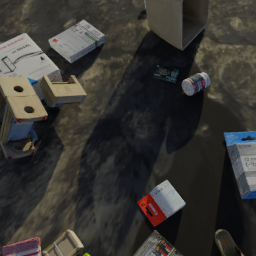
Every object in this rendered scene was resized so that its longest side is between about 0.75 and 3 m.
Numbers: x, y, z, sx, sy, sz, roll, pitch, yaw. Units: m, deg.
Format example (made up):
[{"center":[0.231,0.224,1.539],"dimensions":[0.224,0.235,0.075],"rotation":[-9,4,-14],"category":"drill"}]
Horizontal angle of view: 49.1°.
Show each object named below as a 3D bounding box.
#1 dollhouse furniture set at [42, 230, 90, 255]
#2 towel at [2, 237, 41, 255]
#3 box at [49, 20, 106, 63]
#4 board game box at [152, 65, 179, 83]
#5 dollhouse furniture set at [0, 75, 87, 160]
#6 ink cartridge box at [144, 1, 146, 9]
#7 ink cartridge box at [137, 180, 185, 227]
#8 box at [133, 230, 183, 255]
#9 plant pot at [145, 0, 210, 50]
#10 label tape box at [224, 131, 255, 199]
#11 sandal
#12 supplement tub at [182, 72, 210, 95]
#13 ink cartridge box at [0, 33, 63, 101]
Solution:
[{"center":[-1.448,3.987,7.967],"dimensions":[1.031,0.796,2.063],"rotation":[-41,47,-15],"category":"dollhouse furniture set"},{"center":[-3.009,4.042,7.943],"dimensions":[1.142,0.180,1.586],"rotation":[-16,59,-1],"category":"towel"},{"center":[-2.326,-4.034,12.945],"dimensions":[2.066,0.425,1.611],"rotation":[-39,65,-23],"category":"box"},{"center":[1.628,-2.331,12.037],"dimensions":[1.030,0.145,0.696],"rotation":[15,59,9],"category":"board game box"},{"center":[-3.082,-0.476,10.147],"dimensions":[2.876,2.027,2.015],"rotation":[-10,54,-40],"category":"dollhouse furniture set"},{"center":[1.370,-6.245,14.463],"dimensions":[0.944,0.211,0.831],"rotation":[-7,73,-4],"category":"ink cartridge box"},{"center":[1.061,2.391,8.974],"dimensions":[1.218,0.288,0.975],"rotation":[-29,62,-17],"category":"ink cartridge box"},{"center":[0.720,3.973,7.907],"dimensions":[1.289,0.407,1.634],"rotation":[38,65,21],"category":"box"},{"center":[2.177,-5.496,12.858],"dimensions":[2.184,2.466,2.464],"rotation":[27,61,28],"category":"plant pot"},{"center":[4.529,1.035,9.515],"dimensions":[1.819,0.839,2.539],"rotation":[-3,59,-2],"category":"label tape box"},{"center":[3.074,3.699,8.059],"dimensions":[0.663,0.446,1.650],"rotation":[-19,60,-12],"category":"sandal"},{"center":[2.760,-1.798,11.384],"dimensions":[0.973,0.683,0.683],"rotation":[-26,62,-15],"category":"supplement tub"},{"center":[-4.272,-2.337,11.425],"dimensions":[2.041,1.179,2.796],"rotation":[-35,64,-20],"category":"ink cartridge box"}]
